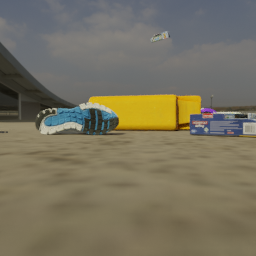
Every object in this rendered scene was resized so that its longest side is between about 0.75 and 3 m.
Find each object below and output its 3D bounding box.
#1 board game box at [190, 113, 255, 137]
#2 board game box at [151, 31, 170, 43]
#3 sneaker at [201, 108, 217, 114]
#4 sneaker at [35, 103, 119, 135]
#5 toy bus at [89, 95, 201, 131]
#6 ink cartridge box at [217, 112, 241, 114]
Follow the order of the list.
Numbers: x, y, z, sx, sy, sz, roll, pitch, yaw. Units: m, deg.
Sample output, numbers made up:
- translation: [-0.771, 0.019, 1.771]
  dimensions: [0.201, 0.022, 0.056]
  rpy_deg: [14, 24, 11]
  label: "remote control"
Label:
- translation: [1.709, -0.057, 4.326]
  dimensions: [1.090, 0.336, 1.089]
  rpy_deg: [1, 2, 43]
  label: "board game box"
- translation: [1.540, -4.241, 12.981]
  dimensions: [0.964, 0.297, 0.963]
  rpy_deg: [-16, 14, 2]
  label: "board game box"
- translation: [1.998, -0.204, 7.519]
  dimensions: [1.644, 0.571, 0.817]
  rpy_deg: [-6, 11, -34]
  label: "sneaker"
- translation: [-0.778, -0.124, 4.612]
  dimensions: [1.346, 0.505, 0.583]
  rpy_deg: [0, -4, 12]
  label: "sneaker"
- translation: [0.418, -0.353, 6.524]
  dimensions: [2.492, 0.811, 0.976]
  rpy_deg: [0, 1, 14]
  label: "toy bus"
- translation: [2.513, -0.239, 8.640]
  dimensions: [1.646, 0.488, 0.855]
  rpy_deg: [0, 1, 6]
  label: "ink cartridge box"
